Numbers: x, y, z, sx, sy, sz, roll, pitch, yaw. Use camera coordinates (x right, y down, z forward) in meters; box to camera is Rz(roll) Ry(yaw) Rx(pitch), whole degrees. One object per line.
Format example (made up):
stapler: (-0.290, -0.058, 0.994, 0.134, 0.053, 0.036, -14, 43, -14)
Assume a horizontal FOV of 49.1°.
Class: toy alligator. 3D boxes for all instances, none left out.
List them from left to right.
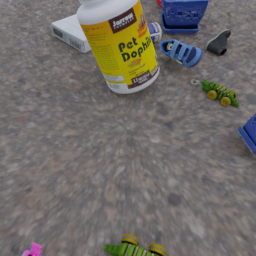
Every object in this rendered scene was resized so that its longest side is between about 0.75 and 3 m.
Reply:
toy alligator: (0.510, 2.434, 4.979, 2.065, 0.496, 0.684, 14, 51, 13)
toy alligator: (2.536, -1.123, 8.161, 1.634, 0.393, 0.542, 33, 56, 25)

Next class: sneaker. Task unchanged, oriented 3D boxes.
sneaker: (1.610, -2.357, 8.727, 0.707, 0.636, 1.719, 21, 9, -35)
sneaker: (3.327, -2.952, 9.784, 1.217, 0.455, 0.646, -38, 63, -18)

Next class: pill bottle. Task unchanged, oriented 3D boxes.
pill bottle: (-0.281, -2.520, 7.469, 1.639, 3.000, 1.639, -15, 40, 13)
pill bottle: (0.554, -3.293, 9.878, 1.124, 0.650, 0.650, -18, 51, -17)

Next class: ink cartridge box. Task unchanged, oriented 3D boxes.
ink cartridge box: (-1.431, -3.704, 10.406, 1.766, 0.620, 2.172, 34, 49, 26)

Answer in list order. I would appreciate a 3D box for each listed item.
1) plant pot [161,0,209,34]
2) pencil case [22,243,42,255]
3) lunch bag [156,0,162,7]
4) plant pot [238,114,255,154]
plant pot: (1.973, -4.380, 10.351, 1.545, 1.389, 1.545, -1, 48, -1)
pencil case: (-1.901, 2.882, 4.367, 0.882, 0.882, 1.995, 22, 53, 18)
lunch bag: (1.780, -5.411, 11.801, 1.195, 0.556, 1.357, -13, 50, -11)
plant pot: (3.064, 0.149, 6.576, 0.727, 0.809, 0.809, -34, 68, 17)
